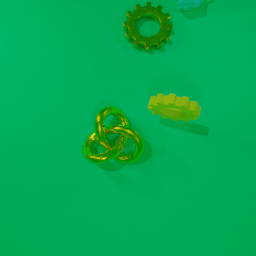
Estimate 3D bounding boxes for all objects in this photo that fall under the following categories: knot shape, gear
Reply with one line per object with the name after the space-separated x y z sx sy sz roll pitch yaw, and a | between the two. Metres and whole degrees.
-0.564 0.392 8.267 1.721 0.850 1.840 -31 84 -6 | knot shape
1.273 -0.544 7.762 1.405 1.405 0.260 13 76 2 | gear
0.648 -3.303 9.160 1.581 0.292 1.581 0 81 -2 | gear

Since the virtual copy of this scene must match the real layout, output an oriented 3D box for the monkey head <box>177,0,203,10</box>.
1.916 -4.350 8.924 1.427 1.026 0.860 -6 80 34 | monkey head
